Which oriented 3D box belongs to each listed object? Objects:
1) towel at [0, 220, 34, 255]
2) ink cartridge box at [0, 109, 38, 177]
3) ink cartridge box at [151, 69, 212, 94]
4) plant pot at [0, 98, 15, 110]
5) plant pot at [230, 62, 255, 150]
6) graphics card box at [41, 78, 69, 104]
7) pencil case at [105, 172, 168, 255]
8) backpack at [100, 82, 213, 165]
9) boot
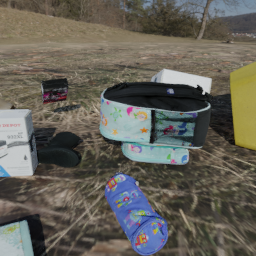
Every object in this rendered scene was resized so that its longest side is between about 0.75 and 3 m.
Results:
[{"bbox_3d":[-2.087,2.077,3.976,1.466,0.412,1.713,-8,22,-22],"label":"towel"},{"bbox_3d":[-2.887,0.372,6.811,1.104,1.522,0.637,-2,21,-4],"label":"ink cartridge box"},{"bbox_3d":[1.827,-1.407,10.533,1.759,1.032,2.402,11,1,-5],"label":"ink cartridge box"},{"bbox_3d":[-4.716,-0.564,9.822,1.194,1.376,1.376,15,20,-9],"label":"plant pot"},{"bbox_3d":[4.432,-0.741,8.407,2.501,2.836,2.835,-5,18,22],"label":"plant pot"},{"bbox_3d":[-2.463,-1.225,9.398,0.827,0.335,1.318,-11,-14,-20],"label":"graphics card box"},{"bbox_3d":[0.114,1.484,5.121,0.727,0.653,1.674,-32,30,-8],"label":"pencil case"},{"bbox_3d":[0.594,-0.283,7.685,2.766,2.082,2.455,8,21,-1],"label":"backpack"},{"bbox_3d":[-1.710,0.534,7.640,1.443,0.534,1.183,0,25,27],"label":"boot"}]
